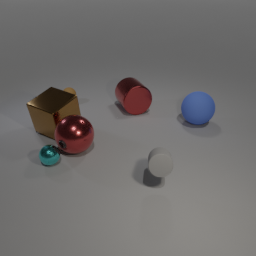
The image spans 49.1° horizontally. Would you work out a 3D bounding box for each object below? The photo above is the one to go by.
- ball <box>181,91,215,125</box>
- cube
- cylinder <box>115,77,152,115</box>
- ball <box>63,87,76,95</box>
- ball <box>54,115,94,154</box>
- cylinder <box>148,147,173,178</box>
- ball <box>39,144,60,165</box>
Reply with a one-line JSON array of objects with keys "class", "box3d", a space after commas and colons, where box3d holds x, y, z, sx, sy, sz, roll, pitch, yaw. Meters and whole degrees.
[{"class": "ball", "box3d": [2.955, -0.844, 11.829, 1.400, 1.400, 1.400, 0, 29, 0]}, {"class": "cube", "box3d": [-2.871, -0.574, 11.115, 1.400, 1.400, 1.400, 20, 46, 25]}, {"class": "cylinder", "box3d": [0.238, -1.519, 13.190, 1.400, 1.400, 1.400, -9, 30, -17]}, {"class": "ball", "box3d": [-2.932, -1.675, 13.958, 0.700, 0.700, 0.700, 0, 29, 0]}, {"class": "ball", "box3d": [-1.907, 0.223, 9.991, 1.400, 1.400, 1.400, 0, 29, 0]}, {"class": "cylinder", "box3d": [0.930, 0.979, 8.079, 0.700, 0.700, 0.700, 2, 12, 4]}, {"class": "ball", "box3d": [-2.646, 0.907, 9.445, 0.700, 0.700, 0.700, 0, 29, 0]}]
